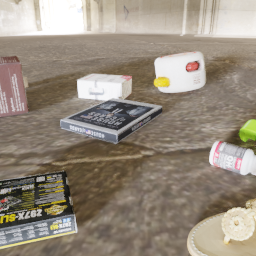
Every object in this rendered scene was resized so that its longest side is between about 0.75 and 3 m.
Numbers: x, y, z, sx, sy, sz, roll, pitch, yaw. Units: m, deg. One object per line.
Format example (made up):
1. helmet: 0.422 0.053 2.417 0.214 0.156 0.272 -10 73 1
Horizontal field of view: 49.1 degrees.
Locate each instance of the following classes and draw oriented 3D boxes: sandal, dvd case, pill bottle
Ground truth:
1. sandal: 2.510 1.340 4.450 3.167 1.042 1.161 -2 23 -4
2. dvd case: -0.453 -0.378 9.435 2.196 0.361 2.922 13 25 29
3. pill bottle: 2.524 0.718 6.487 1.110 0.614 0.614 16 28 35

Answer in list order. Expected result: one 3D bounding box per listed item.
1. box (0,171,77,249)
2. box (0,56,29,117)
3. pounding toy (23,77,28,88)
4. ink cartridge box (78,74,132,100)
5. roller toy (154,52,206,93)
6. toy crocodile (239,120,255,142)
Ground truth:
1. box: -1.932 1.428 5.037 1.826 0.451 1.458 -7 25 -16
2. box: -4.957 -1.509 10.155 2.264 1.879 1.859 -10 25 -22
3. pounding toy: -5.308 -2.027 13.118 1.033 0.538 1.175 16 28 33
4. ink cartridge box: -0.988 -1.786 12.159 1.986 0.842 1.446 9 24 17
5. roller toy: 2.370 -2.458 12.654 2.180 1.670 2.390 -4 17 19
6. toy crocodile: 4.267 0.360 7.207 2.696 0.833 0.910 16 49 29
